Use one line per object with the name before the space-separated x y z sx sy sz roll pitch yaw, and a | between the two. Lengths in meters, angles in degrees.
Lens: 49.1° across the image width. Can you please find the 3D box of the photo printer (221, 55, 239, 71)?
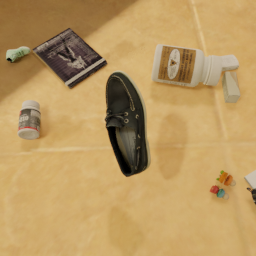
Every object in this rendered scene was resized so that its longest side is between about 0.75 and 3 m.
photo printer | 4.648 -3.033 13.009 0.922 0.320 0.767 -10 61 -6

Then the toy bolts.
toy bolts | 3.471 2.077 9.980 0.665 0.916 0.959 32 84 9

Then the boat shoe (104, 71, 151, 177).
boat shoe | -0.151 -0.039 7.696 1.116 2.987 0.991 1 18 34

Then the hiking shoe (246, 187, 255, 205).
hiking shoe | 5.290 2.082 9.846 2.108 0.798 1.061 -22 79 -11

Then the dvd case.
dvd case | -2.760 -3.367 13.239 2.224 0.239 2.991 -38 68 -19

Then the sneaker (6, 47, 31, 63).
sneaker | -5.147 -3.402 13.143 1.169 0.430 0.689 -10 56 6

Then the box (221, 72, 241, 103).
box | 4.453 -1.768 12.165 0.497 0.607 1.279 2 63 0

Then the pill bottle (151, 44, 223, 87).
pill bottle | 2.490 -2.621 12.044 2.797 1.599 1.599 9 62 5

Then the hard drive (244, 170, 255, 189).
hard drive | 4.926 1.874 10.432 0.997 0.133 0.658 -26 65 -14

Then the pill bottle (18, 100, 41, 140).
pill bottle | -3.945 -0.337 11.246 0.825 0.825 1.448 -6 61 -3
